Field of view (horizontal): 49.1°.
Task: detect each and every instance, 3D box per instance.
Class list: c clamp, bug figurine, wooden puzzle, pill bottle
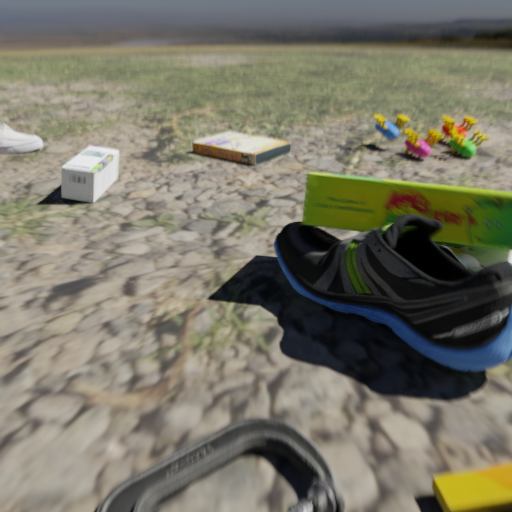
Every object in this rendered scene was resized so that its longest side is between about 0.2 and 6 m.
[{"bbox_3d":[-0.198,2.040,4.185,2.226,0.302,1.902,-23,29,-38],"label":"c clamp"},{"bbox_3d":[4.530,-3.110,14.604,2.886,0.743,2.238,-1,31,-11],"label":"bug figurine"},{"bbox_3d":[2.416,2.242,3.743,1.586,0.275,2.351,-12,27,-15],"label":"wooden puzzle"},{"bbox_3d":[2.589,0.203,7.573,0.649,0.649,1.166,-12,27,-23],"label":"pill bottle"}]

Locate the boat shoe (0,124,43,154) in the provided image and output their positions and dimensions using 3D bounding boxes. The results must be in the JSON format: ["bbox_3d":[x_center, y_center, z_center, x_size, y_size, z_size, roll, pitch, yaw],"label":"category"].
[{"bbox_3d":[-6.715,-3.094,14.559,2.204,0.724,0.793,2,25,4],"label":"boat shoe"}]

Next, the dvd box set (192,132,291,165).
[{"bbox_3d":[-0.373,-2.791,14.414,2.089,0.307,1.528,17,30,33],"label":"dvd box set"}]

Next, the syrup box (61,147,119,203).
[{"bbox_3d":[-3.406,-1.718,11.601,0.666,0.689,1.692,9,26,0],"label":"syrup box"}]

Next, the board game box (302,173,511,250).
[{"bbox_3d":[2.184,-0.622,7.522,2.913,0.694,1.480,8,8,12],"label":"board game box"}]

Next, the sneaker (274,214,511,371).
[{"bbox_3d":[1.592,0.105,6.784,1.226,1.433,3.459,-12,23,-36],"label":"sneaker"}]

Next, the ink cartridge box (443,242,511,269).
[{"bbox_3d":[3.253,0.120,7.921,0.853,0.437,1.154,-14,33,-27],"label":"ink cartridge box"}]
